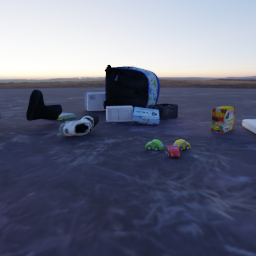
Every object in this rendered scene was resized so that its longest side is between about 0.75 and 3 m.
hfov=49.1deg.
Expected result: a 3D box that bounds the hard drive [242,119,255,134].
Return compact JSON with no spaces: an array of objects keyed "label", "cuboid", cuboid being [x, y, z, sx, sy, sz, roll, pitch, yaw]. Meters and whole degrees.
[{"label":"hard drive","cuboid":[5.607,0.041,10.515,1.792,0.357,2.718,1,11,6]}]

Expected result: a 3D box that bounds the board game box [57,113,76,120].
[{"label":"board game box","cuboid":[-3.425,-0.598,14.411,0.864,0.187,1.284,5,12,29]}]

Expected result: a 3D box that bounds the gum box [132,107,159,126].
[{"label":"gum box","cuboid":[0.823,-0.552,12.799,1.172,0.307,1.379,8,23,2]}]

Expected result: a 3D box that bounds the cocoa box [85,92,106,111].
[{"label":"cocoa box","cuboid":[-1.806,-1.674,17.574,1.673,1.116,1.098,-4,11,-18]}]

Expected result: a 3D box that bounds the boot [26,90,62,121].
[{"label":"boot","cuboid":[-3.604,-0.992,12.398,1.441,1.715,0.655,-6,49,-40]}]

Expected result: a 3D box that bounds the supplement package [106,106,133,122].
[{"label":"supplement package","cuboid":[-0.410,-0.690,13.449,1.238,0.704,0.678,-1,10,-7]}]

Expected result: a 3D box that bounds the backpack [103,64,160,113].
[{"label":"backpack","cuboid":[0.352,-2.177,16.016,2.970,2.718,2.183,12,15,34]}]

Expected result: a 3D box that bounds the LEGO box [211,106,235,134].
[{"label":"LEGO box","cuboid":[3.759,-0.350,11.047,0.485,0.935,1.256,9,14,37]}]

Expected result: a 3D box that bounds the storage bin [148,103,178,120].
[{"label":"storage bin","cuboid":[1.802,-0.859,14.467,1.463,0.686,0.989,-10,15,-40]}]

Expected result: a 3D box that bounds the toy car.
[{"label":"toy car","cuboid":[1.092,0.517,8.172,1.245,0.295,1.323,6,12,27]}]

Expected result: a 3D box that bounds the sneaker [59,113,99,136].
[{"label":"sneaker","cuboid":[-1.573,-0.062,10.412,0.810,0.678,1.831,8,23,36]}]
